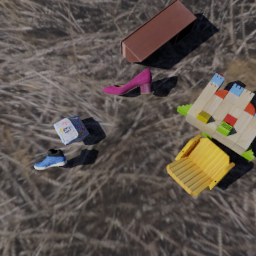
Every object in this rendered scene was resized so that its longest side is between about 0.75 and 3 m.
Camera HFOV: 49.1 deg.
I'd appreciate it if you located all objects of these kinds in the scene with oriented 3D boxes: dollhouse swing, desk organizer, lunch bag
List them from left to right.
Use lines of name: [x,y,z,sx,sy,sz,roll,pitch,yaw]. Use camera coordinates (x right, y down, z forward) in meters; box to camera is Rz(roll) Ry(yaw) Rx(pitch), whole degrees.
lunch bag: [-1.586,0.073,7.802,0.790,0.502,0.670,-19,72,-47]
desk organizer: [0.925,-2.809,8.586,2.302,0.826,0.886,-40,79,-9]
dollhouse swing: [1.826,0.937,7.204,1.229,1.080,1.117,45,113,25]

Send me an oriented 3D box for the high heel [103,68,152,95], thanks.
high heel: [-0.035,-1.359,8.189,1.508,0.508,0.725,-2,109,10]

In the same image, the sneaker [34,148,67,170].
sneaker: [-2.089,0.789,7.385,0.877,0.337,0.488,-10,109,8]

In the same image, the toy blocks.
toy blocks: [2.801,-0.455,7.732,2.353,1.176,1.608,34,78,17]
